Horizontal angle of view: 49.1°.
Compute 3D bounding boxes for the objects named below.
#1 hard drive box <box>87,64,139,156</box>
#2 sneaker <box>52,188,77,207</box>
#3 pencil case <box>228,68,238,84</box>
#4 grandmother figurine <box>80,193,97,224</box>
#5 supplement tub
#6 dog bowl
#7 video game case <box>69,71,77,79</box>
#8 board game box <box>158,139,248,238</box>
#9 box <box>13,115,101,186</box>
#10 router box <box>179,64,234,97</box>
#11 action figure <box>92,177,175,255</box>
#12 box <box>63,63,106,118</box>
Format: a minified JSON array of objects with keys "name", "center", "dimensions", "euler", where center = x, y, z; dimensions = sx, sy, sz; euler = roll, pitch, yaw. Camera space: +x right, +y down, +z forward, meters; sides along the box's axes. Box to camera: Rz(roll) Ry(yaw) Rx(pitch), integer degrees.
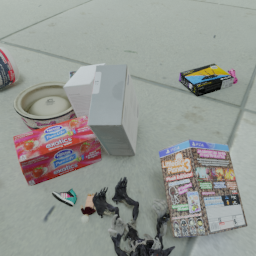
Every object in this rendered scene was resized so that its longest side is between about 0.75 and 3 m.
[{"name":"hard drive box","center":[-0.353,-0.476,9.427],"dimensions":[1.040,2.709,2.111],"euler":[0,65,10]},{"name":"sneaker","center":[-1.939,2.083,8.812],"dimensions":[0.814,0.340,0.492],"euler":[24,51,14]},{"name":"pencil case","center":[5.316,-2.623,14.192],"dimensions":[0.409,0.422,0.901],"euler":[5,42,3]},{"name":"grandmother figurine","center":[-1.182,2.440,8.489],"dimensions":[0.575,0.287,0.949],"euler":[-15,37,27]},{"name":"supplement tub","center":[-6.650,-2.598,13.102],"dimensions":[2.538,1.781,1.781],"euler":[-33,51,-32]},{"name":"dog bowl","center":[-3.250,-0.849,11.711],"dimensions":[2.712,1.000,2.712],"euler":[-1,41,0]},{"name":"video game case","center":[-2.594,-2.681,14.504],"dimensions":[0.861,0.109,0.944],"euler":[-7,42,-9]},{"name":"board game box","center":[1.989,1.598,7.519],"dimensions":[1.822,1.107,2.286],"euler":[9,65,-39]},{"name":"box","center":[-2.387,0.724,9.665],"dimensions":[2.662,1.271,1.327],"euler":[-18,44,-19]},{"name":"router box","center":[3.848,-2.408,13.839],"dimensions":[2.143,0.547,1.599],"euler":[-18,44,-19]},{"name":"action figure","center":[0.189,2.602,7.395],"dimensions":[1.745,1.499,2.937],"euler":[-14,40,-32]},{"name":"box","center":[-1.306,-1.148,10.987],"dimensions":[1.159,2.179,1.659],"euler":[-3,37,23]}]
